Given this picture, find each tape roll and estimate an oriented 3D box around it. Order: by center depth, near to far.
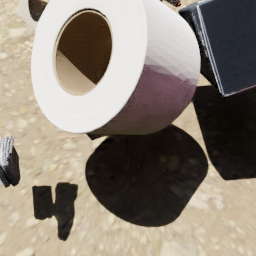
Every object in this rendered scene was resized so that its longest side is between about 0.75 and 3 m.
[{"bbox_3d":[-0.249,-1.204,5.240,1.851,2.695,2.695,3,39,-52],"label":"tape roll"}]

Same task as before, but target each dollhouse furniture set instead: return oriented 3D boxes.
[{"bbox_3d":[-0.573,-2.743,6.388,1.928,1.939,2.751,43,26,30],"label":"dollhouse furniture set"}]

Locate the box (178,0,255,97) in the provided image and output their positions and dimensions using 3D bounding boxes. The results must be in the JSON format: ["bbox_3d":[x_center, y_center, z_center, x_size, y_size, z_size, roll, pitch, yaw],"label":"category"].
[{"bbox_3d":[2.857,-2.277,6.011,2.941,1.823,2.891,-19,18,10],"label":"box"}]

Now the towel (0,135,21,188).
[{"bbox_3d":[-2.430,0.655,5.676,0.376,0.728,0.879,-11,47,-8],"label":"towel"}]
